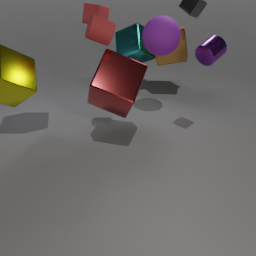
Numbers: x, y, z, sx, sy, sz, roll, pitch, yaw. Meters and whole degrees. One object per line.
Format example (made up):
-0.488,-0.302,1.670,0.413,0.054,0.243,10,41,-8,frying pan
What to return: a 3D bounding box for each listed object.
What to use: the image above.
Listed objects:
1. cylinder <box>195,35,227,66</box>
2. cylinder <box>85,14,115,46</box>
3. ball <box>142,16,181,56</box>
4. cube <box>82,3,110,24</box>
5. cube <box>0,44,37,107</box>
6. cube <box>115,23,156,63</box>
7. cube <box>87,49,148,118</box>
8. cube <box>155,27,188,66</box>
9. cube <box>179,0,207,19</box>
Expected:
2.565,-2.392,8.673,0.700,0.700,0.700,-40,44,-21,cylinder
-0.814,-2.848,8.161,0.700,0.700,0.700,15,24,-21,cylinder
1.217,-3.350,10.222,1.400,1.400,1.400,0,29,0,ball
-1.193,-4.179,10.403,0.700,0.700,0.700,18,19,24,cube
-4.166,-1.735,9.657,1.400,1.400,1.400,-24,-24,31,cube
0.362,-4.034,13.705,1.400,1.400,1.400,-10,-10,36,cube
-0.373,-1.377,8.965,1.400,1.400,1.400,22,71,-4,cube
2.022,-3.851,13.162,1.400,1.400,1.400,-5,23,15,cube
2.671,-5.058,11.514,0.700,0.700,0.700,-10,53,-51,cube
